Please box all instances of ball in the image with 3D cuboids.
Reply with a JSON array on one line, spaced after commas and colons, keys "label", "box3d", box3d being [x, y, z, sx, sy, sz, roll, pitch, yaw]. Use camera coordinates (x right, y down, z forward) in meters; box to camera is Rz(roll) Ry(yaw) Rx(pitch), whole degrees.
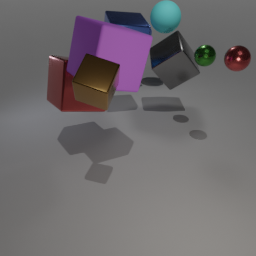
[{"label": "ball", "box3d": [3.014, -1.912, 7.716, 0.700, 0.700, 0.700, 0, 29, 0]}, {"label": "ball", "box3d": [2.529, -2.374, 9.201, 0.700, 0.700, 0.700, 0, 29, 0]}, {"label": "ball", "box3d": [1.709, -5.045, 12.753, 1.400, 1.400, 1.400, 0, 29, 0]}]

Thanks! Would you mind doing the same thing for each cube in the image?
[{"label": "cube", "box3d": [-0.607, -0.884, 5.462, 0.700, 0.700, 0.700, 19, 66, 3]}, {"label": "cube", "box3d": [-0.114, -3.380, 10.389, 1.400, 1.400, 1.400, -3, 40, -15]}, {"label": "cube", "box3d": [1.838, -2.690, 11.215, 1.400, 1.400, 1.400, -28, 42, 27]}, {"label": "cube", "box3d": [-0.495, -1.796, 6.871, 1.400, 1.400, 1.400, -1, 26, -37]}, {"label": "cube", "box3d": [-1.500, -1.323, 8.330, 1.400, 1.400, 1.400, -2, 19, -32]}]

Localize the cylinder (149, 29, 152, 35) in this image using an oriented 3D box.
[{"label": "cylinder", "box3d": [0.617, -4.312, 12.785, 0.700, 0.700, 0.700, 29, 38, 21]}]
